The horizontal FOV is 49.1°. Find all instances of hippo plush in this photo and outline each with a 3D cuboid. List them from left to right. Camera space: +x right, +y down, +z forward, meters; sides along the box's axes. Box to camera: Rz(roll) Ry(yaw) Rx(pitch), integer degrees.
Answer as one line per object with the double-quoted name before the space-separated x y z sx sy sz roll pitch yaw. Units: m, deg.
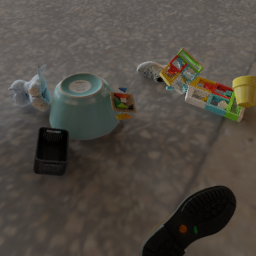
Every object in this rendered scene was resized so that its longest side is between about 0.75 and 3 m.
"hippo plush" -3.212 -1.197 8.927 1.158 1.440 1.147 -6 16 6

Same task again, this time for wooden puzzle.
"wooden puzzle" -0.124 -0.741 8.007 0.843 0.146 1.249 1 53 -28

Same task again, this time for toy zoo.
"toy zoo" 1.856 -1.946 9.904 1.078 0.168 1.644 42 72 -2
"toy zoo" 2.831 -1.068 9.371 2.160 0.221 1.417 24 47 14

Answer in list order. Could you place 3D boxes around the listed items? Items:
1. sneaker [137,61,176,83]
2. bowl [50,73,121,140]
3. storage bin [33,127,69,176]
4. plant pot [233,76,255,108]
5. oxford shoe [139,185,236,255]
"sneaker" 1.022 -2.005 10.292 1.586 0.593 0.650 11 61 24
"bowl" -1.352 -0.847 8.603 2.293 1.199 2.293 0 43 0
"storage bin" -2.001 0.601 7.358 0.812 0.563 1.201 8 41 -18
"plant pot" 3.708 -1.093 8.714 0.854 0.854 0.804 4 78 5
"oxford shoe" 1.142 1.883 5.593 2.306 0.973 0.838 -28 78 -16
